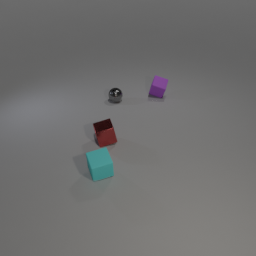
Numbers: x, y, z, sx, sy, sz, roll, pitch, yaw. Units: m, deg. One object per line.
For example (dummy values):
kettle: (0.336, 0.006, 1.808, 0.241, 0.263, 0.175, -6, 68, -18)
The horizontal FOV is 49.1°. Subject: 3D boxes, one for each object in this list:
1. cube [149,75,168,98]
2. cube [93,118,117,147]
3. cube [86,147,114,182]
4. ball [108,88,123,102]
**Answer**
cube: (1.507, -2.042, 13.841, 0.700, 0.700, 0.700, 19, 57, -1)
cube: (-0.869, 0.180, 10.611, 0.700, 0.700, 0.700, -17, 37, -5)
cube: (-0.903, 1.172, 9.016, 0.700, 0.700, 0.700, -15, 46, -14)
ball: (-0.601, -1.592, 13.498, 0.700, 0.700, 0.700, 0, 32, 0)
